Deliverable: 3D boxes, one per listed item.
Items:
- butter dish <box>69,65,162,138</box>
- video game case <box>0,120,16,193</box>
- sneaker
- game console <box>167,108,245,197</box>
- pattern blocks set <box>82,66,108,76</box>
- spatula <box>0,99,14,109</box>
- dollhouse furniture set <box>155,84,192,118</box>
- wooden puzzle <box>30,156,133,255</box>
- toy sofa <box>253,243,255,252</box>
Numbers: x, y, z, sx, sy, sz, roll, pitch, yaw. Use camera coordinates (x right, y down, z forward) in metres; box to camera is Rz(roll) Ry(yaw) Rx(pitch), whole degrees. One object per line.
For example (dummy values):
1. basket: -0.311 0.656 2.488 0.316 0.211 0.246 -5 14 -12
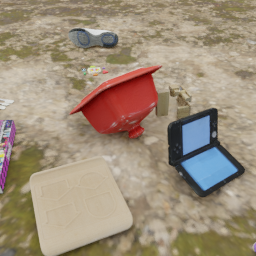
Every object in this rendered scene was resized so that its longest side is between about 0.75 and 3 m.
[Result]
1. butter dish: -0.115 -0.599 9.364 2.707 2.001 2.699 -29 3 -37
2. video game case: -4.983 0.878 8.463 2.682 0.530 2.959 -7 38 -9
3. sneaker: -1.972 -5.213 16.218 2.906 1.083 1.266 7 25 -1
4. game console: 2.258 0.575 7.866 2.095 1.842 1.219 -18 22 -34
5. pattern blocks set: -1.630 -2.792 13.616 1.144 0.093 1.005 -16 40 -19
6. spatula: -5.218 -0.999 11.314 1.015 0.081 0.705 8 41 15
7. dollhouse furniture set: 1.536 -1.108 10.455 1.318 1.253 1.074 -10 37 -11
8. wooden puzzle: -1.264 1.912 7.184 2.149 0.537 2.320 -14 44 -17
9. toy sofa: 4.119 2.151 6.340 2.692 1.115 1.313 -28 46 -32
